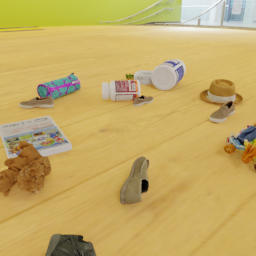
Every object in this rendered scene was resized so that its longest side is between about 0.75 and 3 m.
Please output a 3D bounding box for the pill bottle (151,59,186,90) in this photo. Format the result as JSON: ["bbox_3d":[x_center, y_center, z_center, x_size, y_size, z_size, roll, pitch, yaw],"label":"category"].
[{"bbox_3d":[2.399,-3.117,15.936,1.419,1.419,2.452,12,28,24],"label":"pill bottle"}]

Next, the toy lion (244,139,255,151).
[{"bbox_3d":[4.618,0.747,9.128,1.625,0.558,1.558,9,35,18],"label":"toy lion"}]

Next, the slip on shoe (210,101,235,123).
[{"bbox_3d":[4.074,-0.709,11.991,1.734,0.525,0.659,-22,33,-37],"label":"slip on shoe"}]

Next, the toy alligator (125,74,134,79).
[{"bbox_3d":[0.187,-3.195,17.466,1.061,0.255,0.352,-14,55,-43],"label":"toy alligator"}]

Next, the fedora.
[{"bbox_3d":[4.689,-1.889,13.988,2.247,0.916,2.247,0,25,0],"label":"fedora"}]

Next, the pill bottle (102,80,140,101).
[{"bbox_3d":[-0.355,-1.836,13.774,1.830,1.002,1.002,-2,26,-6],"label":"pill bottle"}]

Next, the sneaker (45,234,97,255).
[{"bbox_3d":[-1.082,2.569,5.142,0.915,0.611,1.597,-6,20,2],"label":"sneaker"}]

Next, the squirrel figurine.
[{"bbox_3d":[-2.876,1.216,7.561,1.459,1.033,1.362,14,36,33],"label":"squirrel figurine"}]

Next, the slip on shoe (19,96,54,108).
[{"bbox_3d":[-4.279,-1.225,13.076,1.614,0.489,0.614,2,25,6],"label":"slip on shoe"}]

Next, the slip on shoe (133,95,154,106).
[{"bbox_3d":[0.760,-1.397,13.562,1.295,0.392,0.493,-20,32,-35],"label":"slip on shoe"}]

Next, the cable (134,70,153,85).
[{"bbox_3d":[1.152,-3.046,16.791,1.604,0.555,1.604,-5,25,-11],"label":"cable"}]

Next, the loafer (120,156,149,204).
[{"bbox_3d":[0.309,1.428,7.533,0.589,0.664,1.746,11,36,16],"label":"loafer"}]

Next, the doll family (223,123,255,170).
[{"bbox_3d":[3.752,0.498,8.739,1.321,0.959,2.128,-37,32,-2],"label":"doll family"}]

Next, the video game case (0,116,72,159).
[{"bbox_3d":[-3.460,0.324,10.187,2.014,0.253,2.813,-13,29,-26],"label":"video game case"}]

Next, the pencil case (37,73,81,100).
[{"bbox_3d":[-3.464,-2.080,14.291,1.055,0.971,2.282,-14,13,40],"label":"pencil case"}]
